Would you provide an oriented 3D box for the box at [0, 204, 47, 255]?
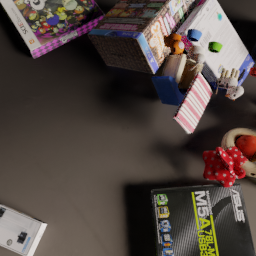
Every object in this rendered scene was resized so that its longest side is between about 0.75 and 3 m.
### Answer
[{"bbox_3d":[-3.054,2.634,7.328,1.551,0.466,0.905,21,71,8],"label":"box"}]

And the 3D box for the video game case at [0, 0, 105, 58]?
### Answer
[{"bbox_3d":[-2.646,-4.088,9.849,2.842,0.509,2.576,-30,72,-11],"label":"video game case"}]

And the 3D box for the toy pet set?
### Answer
[{"bbox_3d":[1.683,-1.283,7.522,2.649,2.473,1.407,17,91,-30],"label":"toy pet set"}]

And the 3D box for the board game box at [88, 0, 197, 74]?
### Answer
[{"bbox_3d":[0.502,-3.184,8.617,2.121,1.288,2.660,22,68,41],"label":"board game box"}]

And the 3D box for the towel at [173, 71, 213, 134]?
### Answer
[{"bbox_3d":[1.755,-0.663,7.545,0.217,1.061,1.450,21,78,40],"label":"towel"}]

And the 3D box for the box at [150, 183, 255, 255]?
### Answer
[{"bbox_3d":[1.895,2.777,7.208,2.442,0.601,2.528,-4,70,1],"label":"box"}]

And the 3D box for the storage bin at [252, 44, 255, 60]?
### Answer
[{"bbox_3d":[5.638,-2.711,8.958,2.606,1.222,1.762,28,72,9],"label":"storage bin"}]

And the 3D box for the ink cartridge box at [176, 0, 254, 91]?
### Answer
[{"bbox_3d":[2.764,-2.423,8.669,2.761,0.579,1.647,43,72,-24],"label":"ink cartridge box"}]

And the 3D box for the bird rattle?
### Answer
[{"bbox_3d":[3.293,0.840,7.776,2.457,1.384,2.003,8,45,7],"label":"bird rattle"}]
